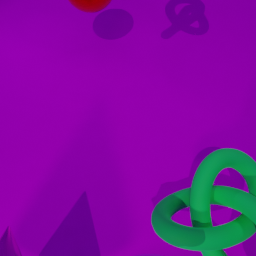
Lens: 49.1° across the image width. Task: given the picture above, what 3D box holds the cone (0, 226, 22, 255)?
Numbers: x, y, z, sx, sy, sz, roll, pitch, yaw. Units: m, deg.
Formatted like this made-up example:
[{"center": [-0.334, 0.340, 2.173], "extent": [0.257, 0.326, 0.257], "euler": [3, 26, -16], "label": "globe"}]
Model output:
[{"center": [-1.642, 2.091, 3.629], "extent": [1.597, 1.597, 1.602], "euler": [4, 84, 2], "label": "cone"}]

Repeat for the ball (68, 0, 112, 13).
[{"center": [-0.956, -3.551, 6.908], "extent": [1.317, 1.317, 1.317], "euler": [0, 61, 0], "label": "ball"}]

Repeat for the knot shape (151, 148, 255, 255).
[{"center": [1.534, 1.464, 4.325], "extent": [2.061, 0.952, 1.929], "euler": [-31, 53, -2], "label": "knot shape"}]

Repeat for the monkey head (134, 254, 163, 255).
[{"center": [0.159, 1.504, 2.190], "extent": [1.287, 0.775, 0.926], "euler": [18, 45, -35], "label": "monkey head"}]
